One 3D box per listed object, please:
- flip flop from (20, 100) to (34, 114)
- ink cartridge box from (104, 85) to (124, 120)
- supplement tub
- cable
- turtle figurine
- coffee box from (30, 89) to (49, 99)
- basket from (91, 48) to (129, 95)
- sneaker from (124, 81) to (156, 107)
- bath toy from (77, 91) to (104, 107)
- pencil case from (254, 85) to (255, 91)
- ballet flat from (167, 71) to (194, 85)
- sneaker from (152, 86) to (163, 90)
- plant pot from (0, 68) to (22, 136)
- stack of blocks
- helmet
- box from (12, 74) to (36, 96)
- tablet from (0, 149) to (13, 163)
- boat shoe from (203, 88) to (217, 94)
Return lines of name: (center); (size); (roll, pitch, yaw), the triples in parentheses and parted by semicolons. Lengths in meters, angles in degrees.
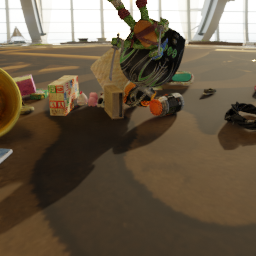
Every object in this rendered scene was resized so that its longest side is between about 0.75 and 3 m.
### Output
flip flop: (-5.090, -1.091, 12.409); (2.240, 0.645, 0.908); (13, 24, 29)
ink cartridge box: (-0.610, -1.118, 11.788); (0.524, 1.149, 1.395); (-7, 22, -17)
supplement tub: (1.628, -0.973, 11.816); (1.388, 0.850, 0.850); (-15, 26, -36)
cable: (4.965, -0.537, 11.064); (1.913, 0.595, 2.344); (14, 24, 31)
turtle figurine: (0.183, -2.182, 5.991); (1.729, 1.676, 1.244); (-34, 12, -32)
coffee box: (-4.612, -1.811, 14.769); (0.778, 0.278, 1.265); (-1, 22, 0)
basket: (-0.224, -2.826, 13.836); (2.243, 2.223, 1.804); (-27, 5, 39)
sneaker: (0.505, -1.331, 11.919); (1.156, 1.172, 2.994); (37, -1, 5)
bath toy: (-1.555, -1.390, 13.191); (1.780, 0.658, 0.774); (4, 21, 13)
pencil case: (7.494, -2.166, 15.556); (0.390, 0.408, 0.943); (-40, 38, -21)
ballet flat: (2.891, -3.166, 17.721); (2.798, 1.058, 0.894); (19, -2, 32)
sneaker: (1.601, -2.538, 16.370); (0.366, 0.490, 1.091); (-19, 28, -40)
plant pot: (-5.087, -0.909, 9.733); (2.559, 2.559, 2.408); (-8, 8, -21)
stack of blocks: (-2.829, -1.511, 12.579); (0.666, 1.310, 2.276); (2, 21, 5)
helmet: (0.643, -2.082, 8.220); (1.908, 1.819, 1.908); (28, 13, -7)
box: (-5.629, -2.154, 14.537); (1.445, 0.794, 1.643); (-17, 23, -14)
tablet: (-4.550, 0.872, 8.049); (1.998, 0.136, 1.300); (2, 22, 8)
boat shoe: (4.530, -2.047, 15.396); (0.925, 0.278, 0.330); (-13, 24, -29)
